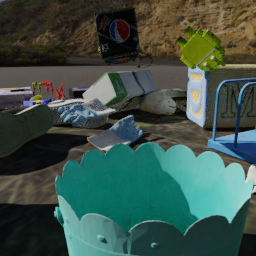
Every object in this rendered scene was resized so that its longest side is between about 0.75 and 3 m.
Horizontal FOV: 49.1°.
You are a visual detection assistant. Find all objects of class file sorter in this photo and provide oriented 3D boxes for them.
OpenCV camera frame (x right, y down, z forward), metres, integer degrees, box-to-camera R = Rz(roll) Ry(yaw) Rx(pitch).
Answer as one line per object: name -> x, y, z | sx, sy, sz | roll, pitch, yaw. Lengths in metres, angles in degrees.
file sorter -> 3.234, -0.122, 5.690 | 1.758, 1.555, 2.534 | -10, 18, -30

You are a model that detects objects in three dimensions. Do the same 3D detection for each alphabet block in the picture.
alphabet block -> 2.926, -1.039, 8.539 | 1.826, 1.793, 1.784 | -1, 14, -4

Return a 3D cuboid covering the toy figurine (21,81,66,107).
toy figurine -> -3.321, -1.003, 9.967 | 2.150, 1.134, 1.288 | 11, 24, 39

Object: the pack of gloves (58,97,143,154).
pack of gloves -> -0.533, -0.245, 6.820 | 1.768, 0.415, 2.104 | 35, 25, 10

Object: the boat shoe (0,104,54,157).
boat shoe -> -2.816, 0.048, 6.331 | 0.827, 0.979, 2.747 | -5, 10, 23

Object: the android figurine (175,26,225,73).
android figurine -> 1.858, -1.933, 7.076 | 0.278, 1.352, 1.231 | -52, 6, -29

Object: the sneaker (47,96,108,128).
sneaker -> -1.581, -0.515, 8.424 | 2.228, 0.874, 0.885 | 2, 20, 14

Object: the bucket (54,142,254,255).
bucket -> 0.216, 0.910, 2.654 | 1.745, 1.135, 1.745 | 1, 15, 0

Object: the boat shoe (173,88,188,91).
boat shoe -> 2.302, -1.202, 11.418 | 2.277, 0.833, 0.714 | -15, -16, -18

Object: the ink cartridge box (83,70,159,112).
ink cartridge box -> -0.217, -1.250, 9.874 | 2.172, 0.902, 1.592 | -15, -12, -43

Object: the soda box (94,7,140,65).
soda box -> -0.176, -1.570, 5.083 | 0.626, 0.700, 1.977 | -9, 10, 0

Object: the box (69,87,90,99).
box -> -1.678, -1.448, 12.359 | 1.682, 0.663, 1.187 | -6, 13, -20

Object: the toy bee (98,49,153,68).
toy bee -> -0.209, -3.218, 9.672 | 2.460, 1.610, 1.337 | 16, -23, 30

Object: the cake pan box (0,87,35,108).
cake pan box -> -5.165, -1.293, 11.874 | 2.357, 0.616, 2.171 | -5, 18, -19

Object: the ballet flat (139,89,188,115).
ballet flat -> 1.682, -0.908, 10.031 | 2.737, 0.923, 0.853 | -11, 48, -29

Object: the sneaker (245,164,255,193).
sneaker -> 2.336, 0.859, 4.142 | 1.156, 0.469, 0.434 | 13, 18, 37
